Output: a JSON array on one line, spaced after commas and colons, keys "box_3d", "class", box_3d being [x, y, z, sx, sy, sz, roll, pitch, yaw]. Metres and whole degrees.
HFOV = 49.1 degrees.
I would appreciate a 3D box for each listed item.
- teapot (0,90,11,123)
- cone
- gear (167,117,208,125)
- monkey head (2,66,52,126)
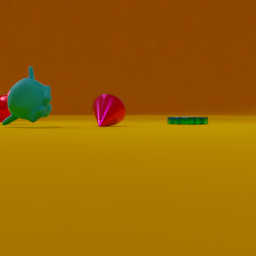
[{"box_3d": [-4.372, -0.723, 9.904, 0.965, 1.553, 0.760, 12, -22, 19], "class": "teapot"}, {"box_3d": [-0.682, -0.290, 8.043, 1.042, 1.042, 1.046, 1, 29, 13], "class": "cone"}, {"box_3d": [2.131, -0.267, 10.047, 1.411, 0.261, 1.411, 0, 3, 0], "class": "gear"}, {"box_3d": [-2.690, -0.727, 7.772, 1.079, 1.790, 1.288, 22, -11, 0], "class": "monkey head"}]
